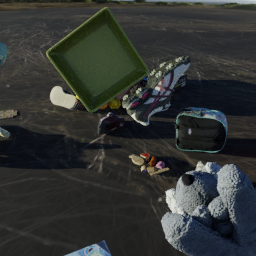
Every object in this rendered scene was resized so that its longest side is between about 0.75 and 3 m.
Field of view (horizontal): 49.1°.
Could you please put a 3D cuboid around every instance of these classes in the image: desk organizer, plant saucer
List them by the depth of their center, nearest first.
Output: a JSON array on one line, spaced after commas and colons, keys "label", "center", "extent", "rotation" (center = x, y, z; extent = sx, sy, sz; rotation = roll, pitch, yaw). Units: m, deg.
[{"label": "plant saucer", "center": [-0.990, -2.274, 9.698], "extent": [2.577, 2.581, 0.618], "rotation": [-33, 15, 9]}, {"label": "desk organizer", "center": [0.149, -2.120, 13.866], "extent": [1.146, 1.068, 2.978], "rotation": [37, 24, -19]}]

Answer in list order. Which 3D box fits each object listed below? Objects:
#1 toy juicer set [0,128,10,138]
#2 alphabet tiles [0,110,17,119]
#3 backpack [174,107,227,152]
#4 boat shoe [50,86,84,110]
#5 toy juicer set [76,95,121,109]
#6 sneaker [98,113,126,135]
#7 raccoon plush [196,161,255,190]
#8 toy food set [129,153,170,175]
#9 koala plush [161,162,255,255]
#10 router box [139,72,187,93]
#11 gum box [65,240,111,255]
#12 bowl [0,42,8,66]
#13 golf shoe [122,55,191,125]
[{"label": "toy juicer set", "center": [-5.499, 0.254, 10.338], "extent": [1.806, 0.773, 2.839], "rotation": [10, 26, 14]}, {"label": "alphabet tiles", "center": [-5.548, -0.627, 12.741], "extent": [0.923, 0.029, 0.768], "rotation": [-8, 31, -14]}, {"label": "backpack", "center": [2.673, 0.047, 10.049], "extent": [1.746, 1.535, 1.339], "rotation": [9, 27, 24]}, {"label": "boat shoe", "center": [-2.970, -1.362, 13.555], "extent": [2.408, 0.875, 0.755], "rotation": [27, 3, 43]}, {"label": "toy juicer set", "center": [-0.913, -1.701, 13.303], "extent": [1.865, 0.798, 2.932], "rotation": [33, 32, 20]}, {"label": "sneaker", "center": [-0.590, -0.163, 11.416], "extent": [0.900, 0.590, 1.558], "rotation": [12, 31, 14]}, {"label": "raccoon plush", "center": [2.853, 1.680, 8.356], "extent": [1.948, 0.942, 1.305], "rotation": [20, 9, -21]}, {"label": "toy food set", "center": [0.734, 1.225, 9.400], "extent": [0.925, 0.229, 1.455], "rotation": [-12, 25, -21]}, {"label": "koala plush", "center": [1.868, 1.857, 6.730], "extent": [2.103, 2.179, 2.372], "rotation": [-41, 22, 2]}, {"label": "router box", "center": [1.899, -2.526, 15.324], "extent": [1.728, 0.716, 2.306], "rotation": [23, 37, 33]}, {"label": "gum box", "center": [-1.227, 3.488, 5.104], "extent": [2.545, 0.567, 2.162], "rotation": [-13, 33, -21]}, {"label": "bowl", "center": [-4.939, -2.637, 10.243], "extent": [1.094, 1.094, 0.572], "rotation": [-10, 69, -17]}, {"label": "golf shoe", "center": [0.814, -0.966, 6.953], "extent": [2.017, 0.888, 0.779], "rotation": [-40, 19, 4]}]
